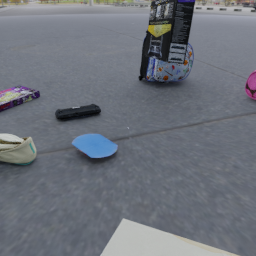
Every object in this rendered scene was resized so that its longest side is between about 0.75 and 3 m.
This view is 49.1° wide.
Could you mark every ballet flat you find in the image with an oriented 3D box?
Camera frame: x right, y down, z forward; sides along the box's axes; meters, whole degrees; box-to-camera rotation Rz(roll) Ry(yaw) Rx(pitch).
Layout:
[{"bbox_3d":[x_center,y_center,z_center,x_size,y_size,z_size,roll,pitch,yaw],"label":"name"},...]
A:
[{"bbox_3d":[-3.491,0.453,7.194,2.276,0.791,0.791,2,27,3],"label":"ballet flat"}]

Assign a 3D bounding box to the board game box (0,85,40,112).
[{"bbox_3d":[-4.692,-1.136,10.857,1.302,0.350,2.170,12,29,31],"label":"board game box"}]

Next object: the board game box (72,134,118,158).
[{"bbox_3d":[-0.897,0.552,7.632,1.229,0.239,0.971,29,34,35],"label":"board game box"}]

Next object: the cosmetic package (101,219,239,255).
[{"bbox_3d":[0.783,2.118,3.557,2.209,1.144,0.808,13,29,21],"label":"cosmetic package"}]

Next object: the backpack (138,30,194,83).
[{"bbox_3d":[1.850,-3.122,12.746,2.273,2.387,1.839,-6,33,-24],"label":"backpack"}]

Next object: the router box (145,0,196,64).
[{"bbox_3d":[1.277,-3.229,9.254,0.638,1.920,2.442,2,19,-14],"label":"router box"}]

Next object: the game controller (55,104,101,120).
[{"bbox_3d":[-1.754,-0.578,9.832,1.559,0.328,0.813,-10,14,-20],"label":"game controller"}]

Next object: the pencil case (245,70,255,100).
[{"bbox_3d":[6.114,-1.977,11.321,2.801,1.312,1.271,-16,48,-25],"label":"pencil case"}]
